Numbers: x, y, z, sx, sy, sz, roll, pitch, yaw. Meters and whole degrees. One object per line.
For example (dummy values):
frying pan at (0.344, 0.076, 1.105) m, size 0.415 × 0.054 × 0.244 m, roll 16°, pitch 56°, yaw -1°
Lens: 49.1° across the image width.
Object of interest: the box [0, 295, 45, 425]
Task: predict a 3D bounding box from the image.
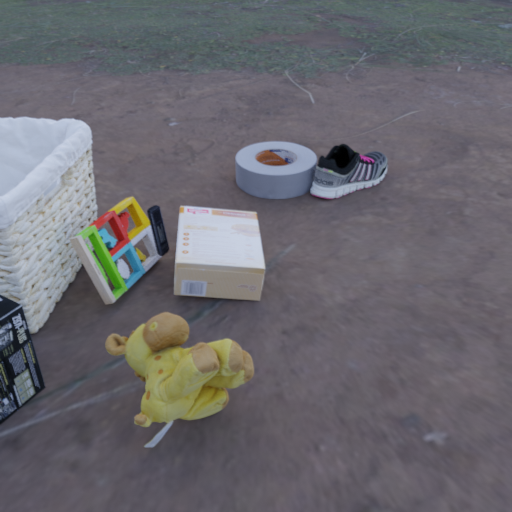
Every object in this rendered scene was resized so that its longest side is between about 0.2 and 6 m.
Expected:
box at (-3.447, 1.395, 7.014) m, size 0.634 × 1.472 × 1.206 m, roll 18°, pitch 38°, yaw 25°

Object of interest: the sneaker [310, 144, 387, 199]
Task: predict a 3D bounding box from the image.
sneaker at (2.164, -2.056, 12.541) m, size 2.305 × 1.008 × 0.850 m, roll -24°, pitch 41°, yaw -31°

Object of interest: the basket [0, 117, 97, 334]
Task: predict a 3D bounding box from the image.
basket at (-4.455, -0.644, 9.151) m, size 3.062 × 2.462 × 3.034 m, roll 4°, pitch 34°, yaw 8°

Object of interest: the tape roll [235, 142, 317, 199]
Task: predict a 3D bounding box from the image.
tape roll at (0.449, -1.981, 12.792) m, size 1.844 × 0.609 × 1.844 m, roll 0°, pitch 33°, yaw 0°

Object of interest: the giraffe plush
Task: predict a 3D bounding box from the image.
giraffe plush at (-1.076, 1.334, 7.075) m, size 1.672 × 1.442 × 1.355 m, roll -39°, pitch 59°, yaw 1°

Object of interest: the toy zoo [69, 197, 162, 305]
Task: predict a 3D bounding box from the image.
toy zoo at (-2.240, -0.193, 9.527) m, size 0.192 × 1.234 × 1.881 m, roll -11°, pitch 25°, yaw 29°

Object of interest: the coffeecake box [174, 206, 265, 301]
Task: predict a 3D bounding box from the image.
coffeecake box at (-0.664, -0.092, 9.766) m, size 1.440 × 0.685 × 1.876 m, roll 4°, pitch 33°, yaw -8°

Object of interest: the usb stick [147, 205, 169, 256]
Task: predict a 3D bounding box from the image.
usb stick at (-1.656, -0.424, 9.500) m, size 0.153 × 0.937 × 0.260 m, roll 19°, pitch 43°, yaw 32°
